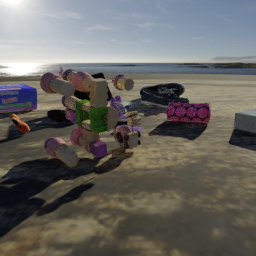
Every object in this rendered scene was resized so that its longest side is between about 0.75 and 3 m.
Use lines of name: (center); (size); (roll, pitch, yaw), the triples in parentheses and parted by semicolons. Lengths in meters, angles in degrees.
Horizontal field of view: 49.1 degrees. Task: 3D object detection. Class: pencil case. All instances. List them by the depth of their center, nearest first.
pencil case: (2.369, -0.648, 11.005); (1.710, 0.801, 0.776); (3, 22, 15)

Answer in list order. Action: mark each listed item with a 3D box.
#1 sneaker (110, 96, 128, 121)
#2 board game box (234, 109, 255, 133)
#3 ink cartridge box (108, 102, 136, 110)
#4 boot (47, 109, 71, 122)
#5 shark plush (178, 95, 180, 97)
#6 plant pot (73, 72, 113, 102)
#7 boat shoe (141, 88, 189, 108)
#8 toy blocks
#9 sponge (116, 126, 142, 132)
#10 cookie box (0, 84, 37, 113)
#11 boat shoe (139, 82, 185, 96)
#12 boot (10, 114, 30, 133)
sneaker: (-0.362, -0.811, 11.402); (0.609, 0.958, 1.680); (-6, 16, -28)
board game box: (4.957, -0.269, 9.871); (1.965, 0.632, 1.450); (-11, 18, -33)
ink cartridge box: (-0.423, -1.110, 14.023); (1.263, 0.256, 1.260); (8, 17, 32)
boot: (-2.524, -0.630, 11.607); (1.383, 0.503, 1.469); (-1, 13, -3)
shark plush: (2.448, -1.793, 16.303); (1.677, 0.762, 0.699); (-18, -9, -39)
plant pot: (-1.881, -1.704, 13.875); (1.477, 1.481, 1.314); (-4, 28, 39)
boat shoe: (1.916, -1.623, 14.762); (1.091, 0.901, 2.914); (-13, 19, -43)
toy blocks: (-1.146, -0.464, 7.364); (2.347, 2.194, 1.976); (-15, 25, -37)
sponge: (0.023, 0.052, 9.597); (0.874, 0.130, 0.487); (3, 15, 14)
cookie box: (-6.089, -1.526, 13.960); (2.471, 1.086, 2.889); (-8, 16, -29)
boat shoe: (2.091, -2.288, 17.328); (2.805, 1.006, 0.951); (2, 13, 17)
boot: (-3.464, -0.080, 8.957); (0.295, 0.785, 0.421); (-44, 28, -5)
